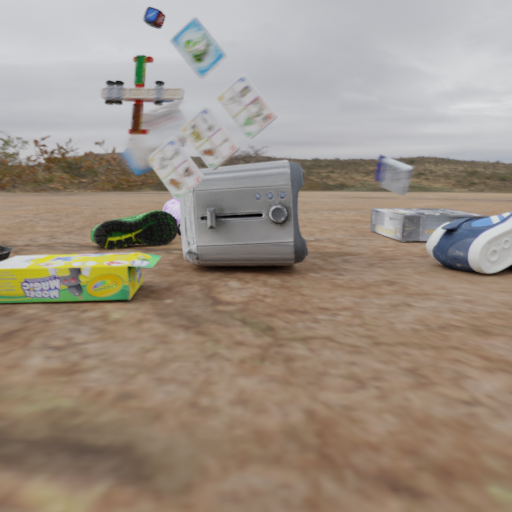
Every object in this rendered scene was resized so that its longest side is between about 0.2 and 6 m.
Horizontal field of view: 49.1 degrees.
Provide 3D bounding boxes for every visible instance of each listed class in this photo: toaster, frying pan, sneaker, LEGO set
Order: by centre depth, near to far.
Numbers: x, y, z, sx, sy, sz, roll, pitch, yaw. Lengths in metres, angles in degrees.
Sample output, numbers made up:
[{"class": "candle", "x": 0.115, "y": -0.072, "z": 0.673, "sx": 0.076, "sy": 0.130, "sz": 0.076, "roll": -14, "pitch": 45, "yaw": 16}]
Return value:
[{"class": "LEGO set", "x": -1.053, "y": -2.187, "z": 7.687, "sx": 1.764, "sy": 2.362, "sz": 0.580, "roll": -39, "pitch": -8, "yaw": 11}, {"class": "frying pan", "x": -5.254, "y": 0.064, "z": 9.061, "sx": 2.450, "sy": 0.399, "sz": 1.482, "roll": -6, "pitch": 9, "yaw": -24}, {"class": "sneaker", "x": 3.970, "y": -0.404, "z": 9.414, "sx": 2.229, "sy": 0.898, "sz": 1.632, "roll": -21, "pitch": 16, "yaw": -16}, {"class": "toaster", "x": -0.209, "y": -0.713, "z": 9.695, "sx": 1.988, "sy": 1.749, "sz": 3.078, "roll": -2, "pitch": 6, "yaw": 1}, {"class": "sneaker", "x": -2.647, "y": -0.601, "z": 12.232, "sx": 1.996, "sy": 0.779, "sz": 0.850, "roll": -6, "pitch": 10, "yaw": -32}]

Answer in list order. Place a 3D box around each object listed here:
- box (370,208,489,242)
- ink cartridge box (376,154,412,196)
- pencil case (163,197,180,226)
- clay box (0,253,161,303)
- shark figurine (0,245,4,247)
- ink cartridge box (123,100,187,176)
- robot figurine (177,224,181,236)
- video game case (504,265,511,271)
[{"class": "box", "x": 4.230, "y": -0.799, "z": 14.006, "sx": 2.082, "sy": 0.635, "sz": 2.629, "roll": -1, "pitch": 8, "yaw": -5}, {"class": "ink cartridge box", "x": 2.792, "y": -1.655, "z": 11.531, "sx": 0.728, "sy": 0.727, "sz": 0.148, "roll": 29, "pitch": 57, "yaw": 26}, {"class": "pencil case", "x": -1.911, "y": -1.134, "z": 15.415, "sx": 0.896, "sy": 0.913, "sz": 2.135, "roll": -7, "pitch": 10, "yaw": -28}, {"class": "clay box", "x": -2.296, "y": 0.268, "z": 7.287, "sx": 2.025, "sy": 0.482, "sz": 1.163, "roll": 0, "pitch": 8, "yaw": -3}, {"class": "shark figurine", "x": -5.432, "y": -0.359, "z": 10.991, "sx": 0.865, "sy": 1.447, "sz": 0.604, "roll": 30, "pitch": 57, "yaw": 11}, {"class": "ink cartridge box", "x": -1.771, "y": -2.110, "z": 10.136, "sx": 0.919, "sy": 0.529, "sz": 1.587, "roll": -29, "pitch": -2, "yaw": -26}, {"class": "robot figurine", "x": -1.594, "y": -0.623, "z": 13.643, "sx": 0.682, "sy": 0.513, "sz": 0.426, "roll": 2, "pitch": -8, "yaw": 18}, {"class": "video game case", "x": 4.930, "y": 0.167, "z": 8.988, "sx": 1.423, "sy": 0.201, "sz": 1.575, "roll": -3, "pitch": 8, "yaw": -17}]
